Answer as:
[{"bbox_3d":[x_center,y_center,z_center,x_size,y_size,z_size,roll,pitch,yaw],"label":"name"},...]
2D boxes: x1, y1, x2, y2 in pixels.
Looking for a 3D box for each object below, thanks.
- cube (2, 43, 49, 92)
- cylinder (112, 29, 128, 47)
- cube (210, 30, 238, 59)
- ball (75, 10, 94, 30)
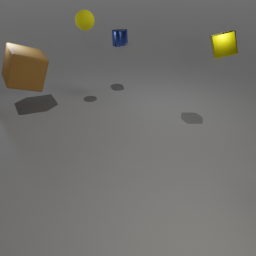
[{"bbox_3d":[-4.223,-2.457,11.433,1.400,1.400,1.400,3,30,-35],"label":"cube"},{"bbox_3d":[-0.364,-4.056,12.600,0.700,0.700,0.700,-2,24,1],"label":"cylinder"},{"bbox_3d":[3.021,-2.647,8.858,0.700,0.700,0.700,-10,18,16],"label":"cube"},{"bbox_3d":[-1.580,-3.938,10.229,0.700,0.700,0.700,0,29,0],"label":"ball"}]
